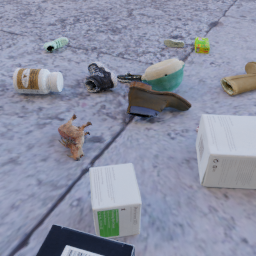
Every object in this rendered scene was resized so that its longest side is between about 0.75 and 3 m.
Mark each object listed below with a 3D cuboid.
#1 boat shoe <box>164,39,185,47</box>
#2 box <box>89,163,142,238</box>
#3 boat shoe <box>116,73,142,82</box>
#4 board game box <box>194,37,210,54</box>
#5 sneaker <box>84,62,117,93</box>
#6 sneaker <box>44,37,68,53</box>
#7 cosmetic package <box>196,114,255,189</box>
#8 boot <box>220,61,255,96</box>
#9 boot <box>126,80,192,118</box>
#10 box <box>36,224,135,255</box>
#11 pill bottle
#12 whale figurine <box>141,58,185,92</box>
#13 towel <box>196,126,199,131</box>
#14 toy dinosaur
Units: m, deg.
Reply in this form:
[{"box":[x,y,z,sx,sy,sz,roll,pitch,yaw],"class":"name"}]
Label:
[{"box":[2.260,-4.153,13.724,1.026,0.358,0.365,10,27,8],"class":"boat shoe"},{"box":[-0.276,1.534,5.894,0.955,1.109,1.115,-6,39,-8],"class":"box"},{"box":[0.062,-1.987,10.900,1.107,0.334,0.419,11,32,19],"class":"boat shoe"},{"box":[3.569,-4.002,13.522,0.638,0.299,1.257,5,39,7],"class":"board game box"},{"box":[-1.274,-1.925,10.590,1.040,0.689,1.827,-26,44,-27],"class":"sneaker"},{"box":[-3.353,-3.907,13.275,1.210,0.445,0.714,-23,37,-12],"class":"sneaker"},{"box":[3.308,0.592,7.043,2.924,1.186,1.650,5,39,4],"class":"cosmetic package"},{"box":[4.361,-1.945,10.701,1.834,0.607,1.607,-12,40,-13],"class":"boot"},{"box":[0.972,-0.674,9.098,2.194,0.820,1.063,18,79,-11],"class":"boot"},{"box":[-0.617,2.448,4.229,1.288,1.735,0.929,10,40,13],"class":"box"},{"box":[-3.207,-1.683,10.101,1.573,0.899,0.899,3,39,5],"class":"pill bottle"},{"box":[1.361,-1.944,10.505,1.681,1.096,2.113,-20,14,6],"class":"whale figurine"},{"box":[2.526,-0.001,8.660,0.556,0.088,0.772,32,50,31],"class":"towel"},{"box":[-1.656,0.181,8.022,1.042,0.660,1.538,-37,45,-29],"class":"toy dinosaur"}]
